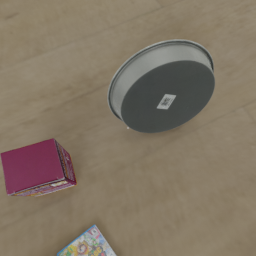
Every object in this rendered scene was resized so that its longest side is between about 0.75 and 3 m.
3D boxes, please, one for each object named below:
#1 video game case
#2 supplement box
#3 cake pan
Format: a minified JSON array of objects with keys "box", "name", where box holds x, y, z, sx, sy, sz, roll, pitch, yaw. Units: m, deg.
[{"box":[-0.696,2.889,5.808,0.989,0.123,1.382,-35,70,-15],"name":"video game case"},{"box":[-1.738,0.894,5.803,1.025,1.857,0.795,-16,77,-7],"name":"supplement box"},{"box":[0.820,-0.750,6.270,2.540,2.540,0.466,-14,53,-7],"name":"cake pan"}]
